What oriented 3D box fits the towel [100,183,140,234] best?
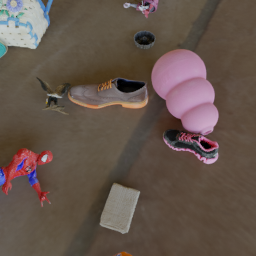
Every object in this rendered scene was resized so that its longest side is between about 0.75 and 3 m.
[{"bbox_3d":[-0.197,1.981,6.970,0.746,0.194,1.125,16,59,10],"label":"towel"}]

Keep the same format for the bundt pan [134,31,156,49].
[{"bbox_3d":[0.589,-3.110,10.017,0.783,0.294,0.783,0,60,0],"label":"bundt pan"}]

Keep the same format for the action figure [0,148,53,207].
[{"bbox_3d":[-3.145,1.510,6.828,2.966,0.968,1.468,-26,55,-14],"label":"action figure"}]

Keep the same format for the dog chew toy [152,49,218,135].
[{"bbox_3d":[1.705,-0.977,8.047,1.599,1.599,2.569,-17,68,-10],"label":"dog chew toy"}]

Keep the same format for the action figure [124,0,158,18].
[{"bbox_3d":[0.849,-5.120,11.025,1.574,1.416,2.114,20,65,-37],"label":"action figure"}]

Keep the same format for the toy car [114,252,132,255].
[{"bbox_3d":[0.412,3.480,5.628,2.634,0.877,1.292,41,99,-2],"label":"toy car"}]

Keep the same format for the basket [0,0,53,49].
[{"bbox_3d":[-3.826,-4.228,9.792,2.323,1.832,2.634,3,67,1],"label":"basket"}]

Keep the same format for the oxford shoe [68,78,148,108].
[{"bbox_3d":[-0.611,-1.177,8.478,2.473,0.902,0.882,0,59,0],"label":"oxford shoe"}]

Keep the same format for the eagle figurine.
[{"bbox_3d":[-2.289,-1.064,8.502,0.938,0.943,1.243,-13,63,16],"label":"eagle figurine"}]

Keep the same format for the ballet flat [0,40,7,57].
[{"bbox_3d":[-5.530,-2.471,9.278,2.879,0.971,0.898,-24,52,-14],"label":"ballet flat"}]

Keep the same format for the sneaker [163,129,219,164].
[{"bbox_3d":[1.740,0.350,7.642,1.606,0.766,0.635,22,63,15],"label":"sneaker"}]
